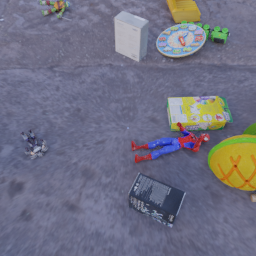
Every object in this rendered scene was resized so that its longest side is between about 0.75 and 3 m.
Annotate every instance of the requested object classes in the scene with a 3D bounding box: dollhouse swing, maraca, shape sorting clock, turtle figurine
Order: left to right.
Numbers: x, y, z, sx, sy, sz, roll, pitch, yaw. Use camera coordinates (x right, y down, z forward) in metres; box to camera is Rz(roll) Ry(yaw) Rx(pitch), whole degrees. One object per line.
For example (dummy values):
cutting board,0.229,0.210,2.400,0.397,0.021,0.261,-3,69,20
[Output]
turtle figurine,-3.312,-5.567,12.759,1.310,0.972,1.351,-11,51,-3
shape sorting clock,2.157,-3.642,11.490,2.013,0.395,2.013,-6,54,9
dollhouse swing,2.461,-6.012,12.668,1.671,1.616,1.839,-6,53,-3
maraca,3.434,0.918,7.393,2.560,1.755,1.369,-2,43,24

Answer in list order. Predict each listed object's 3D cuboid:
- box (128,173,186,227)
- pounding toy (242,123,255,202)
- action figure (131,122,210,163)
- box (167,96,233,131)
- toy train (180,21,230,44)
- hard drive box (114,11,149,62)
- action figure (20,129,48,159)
box,0.719,1.883,7.303,1.293,0.960,0.692,20,57,15
pounding toy,4.541,0.646,7.976,2.215,1.332,2.870,5,54,4
action figure,1.370,0.333,8.357,2.422,1.199,0.790,-9,55,-10
box,2.366,-0.501,9.357,2.009,0.486,1.179,-2,53,1
toy train,3.171,-4.066,11.928,2.218,0.463,0.625,19,75,21
hard drive box,0.122,-3.544,10.908,1.205,1.547,0.594,29,59,19
action figure,-2.926,0.513,8.691,0.685,0.365,1.053,-29,62,-26
